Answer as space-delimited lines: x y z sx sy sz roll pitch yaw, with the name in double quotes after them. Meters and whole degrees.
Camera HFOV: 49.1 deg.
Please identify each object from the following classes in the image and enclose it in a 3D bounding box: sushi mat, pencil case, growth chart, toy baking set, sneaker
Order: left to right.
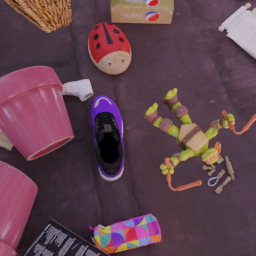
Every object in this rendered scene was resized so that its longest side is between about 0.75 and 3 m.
-4.322 -0.141 8.736 2.270 0.137 1.086 22 53 3 "sushi mat"
-1.729 -1.170 9.246 1.139 0.420 0.658 -18 66 -9 "sneaker"
-0.567 0.092 8.229 0.937 1.341 2.696 -9 69 -3 "sneaker"
-0.058 2.822 7.442 1.847 0.816 0.816 -10 68 -6 "pencil case"
2.729 1.347 8.394 0.873 0.132 1.137 -15 68 -3 "toy baking set"
4.776 -3.315 10.207 2.072 0.254 2.863 -33 71 -13 "growth chart"

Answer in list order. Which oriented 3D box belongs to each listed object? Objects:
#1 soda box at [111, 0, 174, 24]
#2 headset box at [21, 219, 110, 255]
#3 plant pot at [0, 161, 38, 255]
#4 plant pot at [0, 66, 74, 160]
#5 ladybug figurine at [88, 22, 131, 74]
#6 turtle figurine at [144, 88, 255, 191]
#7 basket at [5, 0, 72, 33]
0.507 -4.415 10.368 2.273 0.770 0.727 1 68 1 "soda box"
-1.290 3.805 6.401 2.819 1.089 2.098 26 46 13 "headset box"
-3.566 2.148 6.970 2.535 2.535 2.269 20 54 8 "plant pot"
-2.687 -0.306 8.067 2.303 2.303 2.061 -29 87 -11 "plant pot"
-0.668 -2.884 9.746 1.449 0.768 2.135 -20 69 -8 "ladybug figurine"
1.385 0.054 6.022 2.328 0.750 1.877 -41 74 0 "turtle figurine"
-2.204 -2.751 6.134 1.642 1.172 1.224 38 56 22 "basket"
